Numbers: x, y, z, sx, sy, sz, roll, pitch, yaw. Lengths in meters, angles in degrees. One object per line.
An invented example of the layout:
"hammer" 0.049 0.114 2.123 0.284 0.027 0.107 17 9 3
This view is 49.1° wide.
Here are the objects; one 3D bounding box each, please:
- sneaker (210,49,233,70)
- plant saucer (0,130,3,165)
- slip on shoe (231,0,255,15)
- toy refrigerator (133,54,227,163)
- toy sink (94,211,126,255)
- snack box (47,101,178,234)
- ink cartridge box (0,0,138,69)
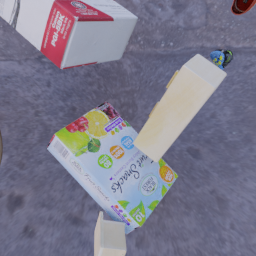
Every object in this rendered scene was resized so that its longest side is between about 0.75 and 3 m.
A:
"sneaker" 1.936 -1.464 5.729 0.389 0.938 0.333 -44 75 18
"plant saucer" -3.307 0.097 4.740 2.498 2.498 0.368 2 21 1
"slip on shoe" 3.082 -3.508 6.749 0.704 1.901 0.582 39 65 9
"toy refrigerator" 0.843 -0.311 5.055 0.680 1.943 0.738 39 42 9
"toy sink" -0.321 2.015 5.034 0.480 0.558 0.857 11 24 -12
"snack box" -0.255 0.712 5.850 2.339 0.620 1.663 47 46 4
"ink cartridge box" -1.406 -2.489 5.857 2.583 1.070 1.896 41 37 17
